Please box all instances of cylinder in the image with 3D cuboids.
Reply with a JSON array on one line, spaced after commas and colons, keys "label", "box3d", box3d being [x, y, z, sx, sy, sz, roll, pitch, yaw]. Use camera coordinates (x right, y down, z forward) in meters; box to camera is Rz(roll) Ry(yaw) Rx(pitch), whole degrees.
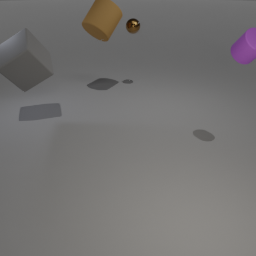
[{"label": "cylinder", "box3d": [-1.176, -4.941, 12.791, 1.400, 1.400, 1.400, 29, -5, 3]}, {"label": "cylinder", "box3d": [3.228, -2.167, 7.447, 0.700, 0.700, 0.700, 4, 72, -13]}]

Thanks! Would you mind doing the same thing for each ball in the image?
[{"label": "ball", "box3d": [0.243, -4.907, 13.486, 0.700, 0.700, 0.700, 0, 28, 0]}]

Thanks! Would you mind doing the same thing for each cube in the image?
[{"label": "cube", "box3d": [-3.810, -2.492, 10.377, 1.400, 1.400, 1.400, -29, 52, 11]}]
